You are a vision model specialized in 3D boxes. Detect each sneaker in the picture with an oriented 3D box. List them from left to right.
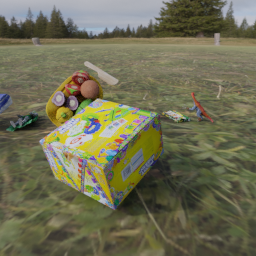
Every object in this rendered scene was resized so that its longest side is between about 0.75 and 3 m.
[{"bbox_3d":[-5.067,-0.938,8.608,2.516,1.453,1.016,-7,29,10],"label":"sneaker"}]

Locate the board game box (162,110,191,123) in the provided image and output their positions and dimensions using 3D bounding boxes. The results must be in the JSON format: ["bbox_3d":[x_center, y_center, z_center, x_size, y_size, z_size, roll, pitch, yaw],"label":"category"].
[{"bbox_3d":[1.693,-0.418,9.885,0.532,0.119,1.014,-7,21,-24],"label":"board game box"}]

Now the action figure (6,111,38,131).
[{"bbox_3d":[-3.334,-0.316,9.218,0.836,0.387,1.415,-12,15,7],"label":"action figure"}]

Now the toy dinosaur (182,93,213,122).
[{"bbox_3d":[2.393,-0.742,9.387,1.030,0.934,0.541,9,44,29],"label":"toy dinosaur"}]

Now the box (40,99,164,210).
[{"bbox_3d":[-0.429,0.359,5.303,1.570,0.994,1.630,18,44,34],"label":"box"}]

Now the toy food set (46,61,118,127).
[{"bbox_3d":[-1.467,-0.993,8.334,1.350,2.295,0.750,39,-5,0],"label":"toy food set"}]
